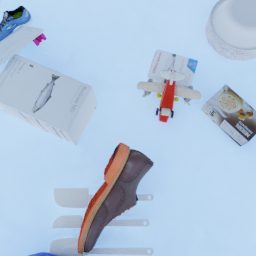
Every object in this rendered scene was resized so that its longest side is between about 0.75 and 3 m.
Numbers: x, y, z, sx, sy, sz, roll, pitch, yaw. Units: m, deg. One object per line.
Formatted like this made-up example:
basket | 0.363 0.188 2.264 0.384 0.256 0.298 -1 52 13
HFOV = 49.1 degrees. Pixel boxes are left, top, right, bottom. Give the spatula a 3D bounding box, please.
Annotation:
spatula | -0.666 2.546 7.353 2.714 0.218 1.887 1 72 0

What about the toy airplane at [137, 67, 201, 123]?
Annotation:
toy airplane | 1.170 -1.059 8.097 1.426 1.011 1.433 -35 98 15

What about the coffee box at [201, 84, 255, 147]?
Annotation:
coffee box | 3.028 -0.360 8.068 0.903 0.629 1.579 -40 76 -12

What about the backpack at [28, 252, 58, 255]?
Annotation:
backpack | -1.681 3.693 6.217 2.073 1.739 1.684 19 66 10

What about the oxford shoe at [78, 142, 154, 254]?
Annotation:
oxford shoe | -0.354 1.857 6.703 1.062 1.042 2.927 24 101 -7

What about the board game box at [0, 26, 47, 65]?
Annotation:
board game box | -3.596 -2.148 8.147 2.272 0.294 2.272 -44 37 -13

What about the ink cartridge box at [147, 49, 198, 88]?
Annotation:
ink cartridge box | 1.341 -1.720 8.548 1.313 0.553 0.949 18 73 6

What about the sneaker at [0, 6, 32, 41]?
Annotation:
sneaker | -3.903 -3.394 9.007 0.635 0.721 1.617 43 78 13

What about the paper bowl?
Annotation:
paper bowl | 3.598 -3.285 8.777 2.126 1.106 2.126 0 73 1

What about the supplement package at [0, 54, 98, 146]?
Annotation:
supplement package | -2.264 -0.752 7.782 2.425 1.422 1.417 23 74 7
